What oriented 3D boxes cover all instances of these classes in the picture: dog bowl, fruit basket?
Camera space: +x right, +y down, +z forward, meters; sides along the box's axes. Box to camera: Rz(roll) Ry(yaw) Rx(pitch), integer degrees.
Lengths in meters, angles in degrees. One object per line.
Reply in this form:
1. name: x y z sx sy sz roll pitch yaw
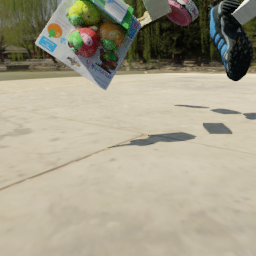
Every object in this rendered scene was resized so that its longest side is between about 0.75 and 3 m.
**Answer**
1. dog bowl: 1.843 -4.239 10.043 1.375 0.507 1.375 36 -1 1
2. fruit basket: -0.772 -2.198 6.404 1.874 2.024 0.949 33 -19 -22

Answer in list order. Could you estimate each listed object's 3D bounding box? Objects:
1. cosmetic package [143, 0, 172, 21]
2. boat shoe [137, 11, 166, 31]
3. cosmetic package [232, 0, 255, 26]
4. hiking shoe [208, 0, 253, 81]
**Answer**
1. cosmetic package: 0.569 -3.696 7.238 0.651 0.825 1.534 -22 -35 14
2. boat shoe: 0.828 -4.434 11.287 1.567 0.520 0.580 -15 7 37
3. cosmetic package: 3.013 -2.931 6.554 0.582 0.418 1.031 -47 4 -15
4. hiking shoe: 3.493 -2.970 9.680 1.008 2.709 1.174 -17 15 -12
